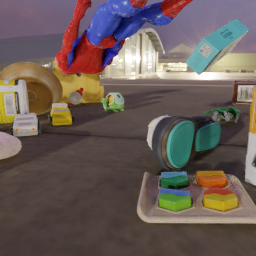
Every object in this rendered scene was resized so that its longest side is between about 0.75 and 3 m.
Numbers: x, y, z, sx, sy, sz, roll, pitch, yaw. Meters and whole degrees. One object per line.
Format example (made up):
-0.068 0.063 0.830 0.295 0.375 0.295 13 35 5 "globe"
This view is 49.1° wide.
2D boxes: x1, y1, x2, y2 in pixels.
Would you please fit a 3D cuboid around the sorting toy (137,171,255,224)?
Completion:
0.761 0.716 3.157 1.228 0.224 1.137 2 12 8 "sorting toy"

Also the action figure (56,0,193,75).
-0.248 -1.303 3.646 0.928 0.733 2.836 -8 -10 -39 "action figure"

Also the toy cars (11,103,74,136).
-2.148 -0.295 7.203 1.123 0.555 2.505 4 13 23 "toy cars"

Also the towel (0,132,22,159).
-3.523 0.431 4.013 2.664 0.450 2.789 4 12 24 "towel"

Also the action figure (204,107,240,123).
2.795 -0.372 7.888 0.948 0.439 1.605 6 6 31 "action figure"

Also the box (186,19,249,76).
3.103 -2.821 9.612 0.658 1.101 2.676 45 50 9 "box"

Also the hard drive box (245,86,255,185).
2.204 0.202 3.035 0.632 1.282 1.645 -7 13 -30 "hard drive box"

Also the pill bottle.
-3.840 -0.687 7.530 2.148 1.195 1.195 -3 12 -16 "pill bottle"

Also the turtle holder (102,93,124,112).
-0.577 -0.934 10.051 0.913 0.648 0.694 -5 13 -22 "turtle holder"

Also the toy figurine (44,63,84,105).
-2.701 -1.741 11.205 1.783 1.755 1.240 -4 16 -2 "toy figurine"

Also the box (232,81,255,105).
5.503 -1.656 12.790 1.331 0.996 2.657 5 14 22 "box"

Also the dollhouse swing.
-2.333 -2.202 12.736 2.305 2.026 2.095 -2 12 -11 "dollhouse swing"

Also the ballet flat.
0.791 0.162 4.488 0.849 0.849 2.323 8 8 33 "ballet flat"

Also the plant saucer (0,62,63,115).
-2.983 -1.056 8.515 1.942 1.942 0.344 -1 43 -7 "plant saucer"
